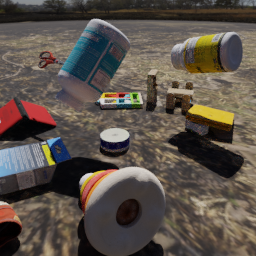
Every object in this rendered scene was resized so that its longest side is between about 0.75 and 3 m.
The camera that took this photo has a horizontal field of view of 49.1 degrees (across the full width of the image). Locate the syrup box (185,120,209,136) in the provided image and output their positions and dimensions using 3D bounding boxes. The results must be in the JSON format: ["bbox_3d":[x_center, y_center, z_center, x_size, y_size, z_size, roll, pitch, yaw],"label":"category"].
[{"bbox_3d":[2.747,-0.064,11.246,0.361,0.373,0.916,-16,30,-33],"label":"syrup box"}]

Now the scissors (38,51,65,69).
[{"bbox_3d":[-2.825,-2.685,10.951,2.055,0.752,0.143,7,-12,34],"label":"scissors"}]

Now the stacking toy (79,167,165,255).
[{"bbox_3d":[-0.553,1.626,6.864,1.947,1.947,2.664,-16,16,-28],"label":"stacking toy"}]

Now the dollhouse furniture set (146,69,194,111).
[{"bbox_3d":[2.117,-2.000,13.851,2.228,1.450,2.047,7,28,14],"label":"dollhouse furniture set"}]

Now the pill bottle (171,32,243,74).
[{"bbox_3d":[2.882,-2.752,10.556,1.367,1.367,2.431,-24,22,-39],"label":"pill bottle"}]

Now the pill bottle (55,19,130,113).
[{"bbox_3d":[-1.250,-1.956,9.232,1.578,2.849,1.578,31,-1,1],"label":"pill bottle"}]

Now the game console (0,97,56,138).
[{"bbox_3d":[-4.452,-0.323,11.938,1.949,1.342,2.262,-41,37,-7],"label":"game console"}]

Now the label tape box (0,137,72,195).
[{"bbox_3d":[-2.935,1.100,8.631,2.131,0.674,1.536,-12,29,-22],"label":"label tape box"}]

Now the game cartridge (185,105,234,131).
[{"bbox_3d":[3.464,-0.481,11.687,1.788,0.329,2.029,17,19,19],"label":"game cartridge"}]

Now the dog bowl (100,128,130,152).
[{"bbox_3d":[-0.476,0.430,10.228,1.076,0.424,1.076,0,27,0],"label":"dog bowl"}]

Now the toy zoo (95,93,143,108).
[{"bbox_3d":[-0.489,-1.385,13.968,2.349,0.240,1.541,-1,27,-2],"label":"toy zoo"}]

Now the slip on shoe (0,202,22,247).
[{"bbox_3d":[-3.434,2.521,5.554,0.899,1.088,2.938,21,29,28],"label":"slip on shoe"}]
